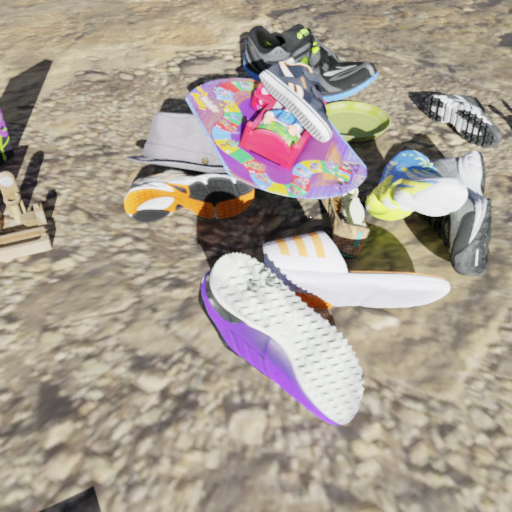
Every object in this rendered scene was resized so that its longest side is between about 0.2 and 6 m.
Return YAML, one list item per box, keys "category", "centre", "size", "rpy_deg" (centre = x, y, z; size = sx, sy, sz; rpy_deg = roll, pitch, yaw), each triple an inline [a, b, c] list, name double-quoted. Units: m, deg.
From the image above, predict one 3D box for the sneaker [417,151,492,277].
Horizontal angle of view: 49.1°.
- category: "sneaker"
  centre: [3.478, -0.759, 10.051]
  size: [1.339, 1.248, 3.377]
  rpy_deg: [0, 34, 15]

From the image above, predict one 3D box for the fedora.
- category: "fedora"
  centre: [-1.326, -2.249, 11.084]
  size: [2.338, 1.056, 2.068]
  rpy_deg: [8, 10, -16]

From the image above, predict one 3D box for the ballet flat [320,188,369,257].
- category: "ballet flat"
  centre: [1.685, -0.904, 10.386]
  size: [0.771, 0.714, 2.187]
  rpy_deg: [11, 40, -19]

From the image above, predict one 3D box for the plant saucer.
- category: "plant saucer"
  centre: [2.281, -3.175, 13.388]
  size: [1.805, 0.280, 1.805]
  rpy_deg: [0, 42, 0]

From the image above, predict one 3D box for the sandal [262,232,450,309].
- category: "sandal"
  centre: [1.141, 0.203, 8.582]
  size: [3.496, 1.339, 1.002]
  rpy_deg: [2, 67, -5]

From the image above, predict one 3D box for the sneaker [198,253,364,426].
- category: "sneaker"
  centre: [0.247, 1.173, 7.566]
  size: [2.717, 1.351, 0.945]
  rpy_deg: [48, 57, -4]

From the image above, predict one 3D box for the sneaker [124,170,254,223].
- category: "sneaker"
  centre: [-1.281, -1.331, 10.835]
  size: [2.451, 0.928, 1.127]
  rpy_deg: [-3, 35, -6]

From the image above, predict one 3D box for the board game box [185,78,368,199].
- category: "board game box"
  centre: [0.469, -2.607, 10.566]
  size: [2.989, 0.737, 3.783]
  rpy_deg: [-7, 50, -28]

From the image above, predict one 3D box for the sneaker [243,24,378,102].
- category: "sneaker"
  centre: [1.274, -5.098, 14.583]
  size: [3.858, 1.599, 1.368]
  rpy_deg: [24, 48, 25]

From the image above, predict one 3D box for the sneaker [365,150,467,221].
- category: "sneaker"
  centre: [2.733, -1.346, 9.593]
  size: [0.906, 2.392, 1.257]
  rpy_deg: [22, 81, -21]

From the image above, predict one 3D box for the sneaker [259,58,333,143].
- category: "sneaker"
  centre: [0.882, -2.895, 10.063]
  size: [0.782, 0.772, 1.969]
  rpy_deg: [-37, 63, 0]

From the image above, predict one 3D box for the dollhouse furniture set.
- category: "dollhouse furniture set"
  centre: [-4.518, -0.790, 9.996]
  size: [1.306, 1.119, 1.373]
  rpy_deg: [-15, 43, -17]

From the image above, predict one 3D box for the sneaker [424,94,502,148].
- category: "sneaker"
  centre: [5.056, -3.298, 13.166]
  size: [1.022, 0.751, 2.258]
  rpy_deg: [-21, 43, -18]

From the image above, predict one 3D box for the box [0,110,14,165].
- category: "box"
  centre: [-5.801, -2.636, 11.304]
  size: [0.396, 2.193, 1.568]
  rpy_deg: [14, 43, 16]
